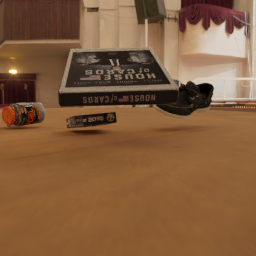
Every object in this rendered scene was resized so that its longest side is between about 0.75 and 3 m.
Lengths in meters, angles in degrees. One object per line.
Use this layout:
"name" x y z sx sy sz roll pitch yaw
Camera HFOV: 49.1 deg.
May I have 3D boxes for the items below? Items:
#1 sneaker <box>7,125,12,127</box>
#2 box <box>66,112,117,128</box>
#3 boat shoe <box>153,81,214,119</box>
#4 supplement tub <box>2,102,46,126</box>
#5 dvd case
"sneaker" -2.990 -0.185 7.460 0.302 0.462 0.805 -16 -34 15
"box" -0.835 -0.155 6.179 0.882 0.269 1.094 -8 1 -21
"boat shoe" 1.509 -0.785 6.920 2.340 0.776 0.874 -8 39 -45
"supplement tub" -2.632 -0.354 7.101 0.576 0.576 0.940 4 11 37
"dvd case" -0.218 -0.941 4.650 1.632 0.268 2.171 -3 30 -6
